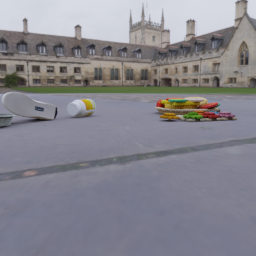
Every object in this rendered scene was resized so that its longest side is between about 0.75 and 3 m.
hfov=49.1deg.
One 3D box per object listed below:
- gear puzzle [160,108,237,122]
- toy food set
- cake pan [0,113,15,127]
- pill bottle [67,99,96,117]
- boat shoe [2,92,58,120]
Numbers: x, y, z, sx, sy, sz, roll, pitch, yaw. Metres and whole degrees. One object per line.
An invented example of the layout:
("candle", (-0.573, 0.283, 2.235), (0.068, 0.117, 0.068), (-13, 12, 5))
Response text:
("gear puzzle", (2.431, -0.501, 10.270), (2.810, 0.368, 1.455), (-3, 9, -17))
("toy food set", (2.647, -0.994, 12.480), (2.830, 0.688, 2.801), (-2, 9, -17))
("cake pan", (-4.396, -0.270, 8.459), (1.834, 0.336, 1.834), (3, 5, 0))
("pill bottle", (-1.863, -0.792, 11.156), (0.682, 0.682, 1.227), (4, 9, 23))
("boat shoe", (-3.542, -0.677, 9.678), (0.967, 0.778, 2.085), (-1, -13, 36))
